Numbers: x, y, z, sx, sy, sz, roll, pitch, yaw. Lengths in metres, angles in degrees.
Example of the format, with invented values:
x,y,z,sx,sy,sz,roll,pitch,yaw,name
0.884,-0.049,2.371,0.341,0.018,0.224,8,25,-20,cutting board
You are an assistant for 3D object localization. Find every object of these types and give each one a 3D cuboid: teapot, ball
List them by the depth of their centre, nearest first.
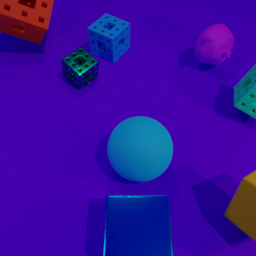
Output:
x,y,z,sx,sy,sz,roll,pitch,yaw,name
0.253,0.441,5.908,1.368,1.368,1.368,0,55,0,ball
2.470,-2.288,7.838,1.833,1.140,0.898,6,36,-53,teapot

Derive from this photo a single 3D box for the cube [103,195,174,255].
x,y,z,sx,sy,sz,roll,pitch,yaw,name
0.160,1.930,5.027,1.109,1.109,1.109,0,55,0,cube

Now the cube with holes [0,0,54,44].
x,y,z,sx,sy,sz,roll,pitch,yaw,name
-2.914,-3.377,7.940,1.287,1.287,1.287,13,82,-25,cube with holes

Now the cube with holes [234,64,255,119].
x,y,z,sx,sy,sz,roll,pitch,yaw,name
3.218,-0.850,6.759,0.881,0.881,0.881,29,43,-4,cube with holes

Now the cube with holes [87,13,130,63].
x,y,z,sx,sy,sz,roll,pitch,yaw,name
-0.550,-2.701,8.434,0.887,0.887,0.887,29,60,19,cube with holes

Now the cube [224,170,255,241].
x,y,z,sx,sy,sz,roll,pitch,yaw,name
2.509,1.381,4.999,0.950,0.950,0.950,-14,38,-40,cube

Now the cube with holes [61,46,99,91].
x,y,z,sx,sy,sz,roll,pitch,yaw,name
-1.315,-1.633,7.710,0.708,0.708,0.708,42,64,12,cube with holes
